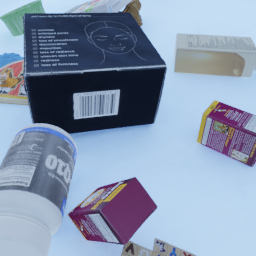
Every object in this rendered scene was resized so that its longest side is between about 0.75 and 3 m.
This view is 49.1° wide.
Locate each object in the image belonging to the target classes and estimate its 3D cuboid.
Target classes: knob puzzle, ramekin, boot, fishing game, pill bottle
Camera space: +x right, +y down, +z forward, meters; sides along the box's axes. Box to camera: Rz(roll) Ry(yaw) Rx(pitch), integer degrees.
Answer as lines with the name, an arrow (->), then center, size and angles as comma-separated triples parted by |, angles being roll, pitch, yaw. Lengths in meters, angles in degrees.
knob puzzle -> -3.157, -1.616, 8.566 | 2.571, 0.357, 2.571 | 0, 46, 0
ramekin -> -4.075, -4.363, 11.176 | 1.763, 0.861, 1.763 | -17, 32, 11
boot -> 0.162, -4.605, 11.942 | 1.110, 1.083, 2.941 | 28, 46, -2
fishing game -> -4.057, -2.099, 9.383 | 1.726, 0.268, 1.236 | 12, 50, 6
pill bottle -> -1.683, 1.100, 4.845 | 1.297, 1.297, 2.280 | 1, 41, 1

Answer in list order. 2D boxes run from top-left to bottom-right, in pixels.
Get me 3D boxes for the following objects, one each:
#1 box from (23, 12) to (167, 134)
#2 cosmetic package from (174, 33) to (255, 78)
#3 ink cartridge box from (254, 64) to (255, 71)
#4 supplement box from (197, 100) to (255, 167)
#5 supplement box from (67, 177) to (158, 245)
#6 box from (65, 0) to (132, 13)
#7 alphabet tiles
box -> -1.001, -1.521, 7.122 | 2.983, 1.849, 2.932 | -7, 46, -15
cosmetic package -> 2.791, -2.417, 9.239 | 2.494, 0.887, 1.312 | 6, 41, 7
ink cartridge box -> 5.104, -2.626, 8.227 | 1.055, 2.520, 1.828 | -27, 48, -28
supplement box -> 2.370, 0.095, 6.314 | 1.381, 0.904, 0.713 | 27, 47, 27
supplement box -> -0.299, 1.330, 4.474 | 0.778, 1.410, 0.604 | -38, 94, -35
box -> -1.528, -4.756, 11.446 | 2.854, 0.588, 2.225 | -2, 37, 31
alphabet tiles -> 0.511, 2.166, 4.032 | 1.378, 0.052, 1.152 | 23, 36, -1
